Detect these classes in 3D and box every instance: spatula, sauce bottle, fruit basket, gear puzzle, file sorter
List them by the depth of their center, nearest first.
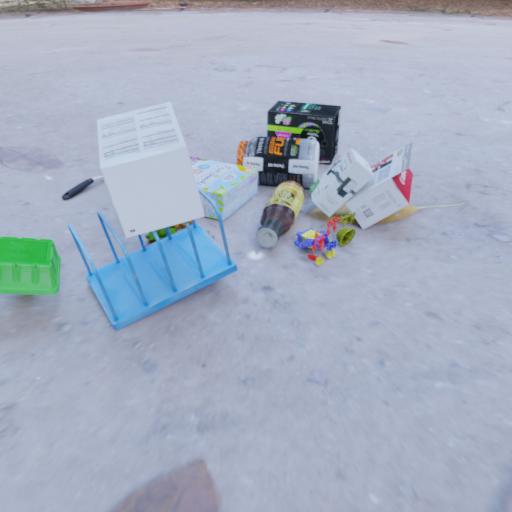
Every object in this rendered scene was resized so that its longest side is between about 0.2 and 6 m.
[{"bbox_3d":[-4.017,0.287,9.473,1.427,1.427,1.030,-5,50,-9],"label":"fruit basket"},{"bbox_3d":[-1.831,-0.175,9.714,2.348,1.441,1.630,-27,41,-18],"label":"file sorter"},{"bbox_3d":[-1.588,-0.337,11.524,1.452,0.367,2.804,-1,30,-2],"label":"gear puzzle"},{"bbox_3d":[0.525,-0.907,12.132,0.754,0.754,2.284,7,30,12],"label":"sauce bottle"},{"bbox_3d":[-4.098,-1.957,14.420,0.671,0.244,2.375,15,34,27],"label":"spatula"}]

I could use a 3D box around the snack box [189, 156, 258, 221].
[{"bbox_3d":[-1.294,-1.692,13.484,2.159,0.730,1.820,15,33,21],"label":"snack box"}]

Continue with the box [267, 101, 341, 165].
[{"bbox_3d":[1.344,-3.525,15.920,1.900,1.411,1.181,8,31,14],"label":"box"}]

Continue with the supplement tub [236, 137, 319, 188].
[{"bbox_3d":[0.557,-2.380,14.177,1.993,1.221,1.221,5,31,8],"label":"supplement tub"}]

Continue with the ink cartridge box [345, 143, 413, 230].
[{"bbox_3d":[2.949,-1.592,12.515,1.578,0.753,1.797,-30,16,31],"label":"ink cartridge box"}]

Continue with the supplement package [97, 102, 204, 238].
[{"bbox_3d":[-1.718,-1.414,8.996,1.294,1.304,1.718,-16,39,-6],"label":"supplement package"}]

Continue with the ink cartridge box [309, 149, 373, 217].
[{"bbox_3d":[1.862,-1.630,12.370,0.551,1.326,0.972,40,21,-18],"label":"ink cartridge box"}]

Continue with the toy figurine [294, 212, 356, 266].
[{"bbox_3d":[1.260,-0.472,11.410,0.915,0.806,1.528,18,34,37],"label":"toy figurine"}]
